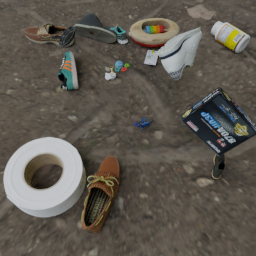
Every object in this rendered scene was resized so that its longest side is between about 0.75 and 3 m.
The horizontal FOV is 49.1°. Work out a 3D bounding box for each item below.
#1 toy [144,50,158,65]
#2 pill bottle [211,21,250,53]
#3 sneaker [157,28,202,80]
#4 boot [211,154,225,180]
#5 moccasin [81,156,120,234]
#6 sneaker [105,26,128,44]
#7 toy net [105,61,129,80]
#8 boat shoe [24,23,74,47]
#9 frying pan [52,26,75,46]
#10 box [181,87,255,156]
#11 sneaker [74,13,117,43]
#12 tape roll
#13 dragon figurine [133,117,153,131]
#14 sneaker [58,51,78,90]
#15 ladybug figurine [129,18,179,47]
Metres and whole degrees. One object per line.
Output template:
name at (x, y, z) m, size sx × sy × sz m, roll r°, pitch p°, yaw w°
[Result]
toy at (1.173, -3.448, 13.903) m, size 0.571 × 0.234 × 0.991 m, roll 10°, pitch 60°, yaw 9°
pill bottle at (5.151, -4.666, 14.221) m, size 0.989 × 0.989 × 1.810 m, roll -37°, pitch 65°, yaw -21°
sneaker at (1.853, -2.561, 9.399) m, size 0.982 × 1.035 × 2.571 m, roll -12°, pitch 26°, yaw 46°
boot at (3.529, 1.282, 10.580) m, size 0.474 × 0.846 × 1.224 m, roll 14°, pitch 58°, yaw 8°
moccasin at (-0.966, 2.206, 9.854) m, size 1.031 × 1.088 × 2.818 m, roll 18°, pitch 60°, yaw 11°
sneaker at (-0.618, -5.049, 14.607) m, size 1.589 × 0.725 × 0.617 m, roll 34°, pitch 60°, yaw 19°
toy net at (-0.547, -2.679, 13.422) m, size 0.737 × 0.271 × 1.405 m, roll 29°, pitch 64°, yaw 14°
boat shoe at (-4.080, -4.936, 14.402) m, size 2.656 × 0.953 × 1.006 m, roll 9°, pitch 58°, yaw 6°
frying pan at (-2.766, -3.749, 11.891) m, size 1.612 × 0.262 × 0.975 m, roll -15°, pitch 58°, yaw 38°
box at (2.808, -0.150, 8.628) m, size 1.854 × 1.474 × 0.427 m, roll 42°, pitch 32°, yaw -16°
sneaker at (-1.529, -5.328, 14.663) m, size 2.422 × 0.906 × 1.287 m, roll 20°, pitch 63°, yaw 14°
tape roll at (-2.976, 1.759, 10.205) m, size 2.801 × 0.980 × 2.801 m, roll 0°, pitch 58°, yaw -1°
dragon figurine at (0.715, -0.222, 11.709) m, size 1.061 × 0.527 × 0.312 m, roll -27°, pitch 62°, yaw -16°
sneaker at (-2.881, -2.721, 13.118) m, size 0.878 × 0.785 × 2.198 m, roll -8°, pitch 60°, yaw -10°
ladybug figurine at (1.319, -4.801, 14.334) m, size 2.565 × 0.923 × 1.741 m, roll -2°, pitch 58°, yaw -1°
